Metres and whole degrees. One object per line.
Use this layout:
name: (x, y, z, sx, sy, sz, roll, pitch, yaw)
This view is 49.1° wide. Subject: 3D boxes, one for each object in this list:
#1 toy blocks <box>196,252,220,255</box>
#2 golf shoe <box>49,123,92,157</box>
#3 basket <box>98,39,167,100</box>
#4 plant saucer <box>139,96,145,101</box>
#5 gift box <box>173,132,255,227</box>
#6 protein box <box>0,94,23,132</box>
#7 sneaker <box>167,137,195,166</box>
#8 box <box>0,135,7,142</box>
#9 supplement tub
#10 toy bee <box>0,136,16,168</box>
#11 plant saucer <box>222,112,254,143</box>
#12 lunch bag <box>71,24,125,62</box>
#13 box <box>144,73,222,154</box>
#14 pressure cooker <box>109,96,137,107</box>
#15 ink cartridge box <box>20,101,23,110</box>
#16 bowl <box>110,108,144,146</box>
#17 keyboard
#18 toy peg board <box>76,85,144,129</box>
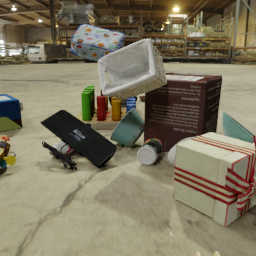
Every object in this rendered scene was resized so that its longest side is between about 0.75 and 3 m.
toy blocks: (0.953, 2.064, 3.987, 0.825, 0.300, 0.688, -1, 17, -1)
golf shoe: (-1.774, 0.359, 8.772, 0.639, 0.810, 1.759, 12, 22, 32)
basket: (0.157, -1.549, 7.871, 1.688, 1.144, 1.041, -16, -15, 28)
plant saucer: (1.206, -1.746, 16.756, 1.141, 0.209, 1.141, 0, 16, 0)
gift box: (1.902, 0.881, 5.723, 1.508, 1.634, 1.526, -20, 27, -37)
protein box: (-5.447, -0.599, 11.236, 1.747, 1.187, 1.760, -13, 21, -37)
sneaker: (2.186, 0.751, 7.406, 2.227, 0.834, 1.109, -2, 17, -6)
box: (-4.343, 0.652, 8.278, 1.166, 0.152, 1.427, 0, 31, -5)
supplement tub: (0.664, 0.656, 8.153, 0.581, 0.581, 0.948, 7, 18, 21)
toy bee: (-3.528, 0.646, 7.603, 0.976, 0.811, 1.491, 10, 22, -22)
plant saucer: (3.210, 0.574, 6.894, 2.535, 0.456, 2.535, 35, 16, -12)
lunch bag: (-1.273, -3.777, 12.490, 2.296, 0.867, 1.839, 17, 49, 4)
box: (1.766, -0.528, 9.037, 1.930, 2.326, 1.910, 10, 19, 29)
pressure cooker: (-0.199, -1.638, 14.579, 1.350, 1.187, 1.206, -7, -19, -30)
ink cartridge box: (-6.929, -1.176, 14.401, 2.248, 0.496, 2.290, -14, 19, -38)
bowl: (0.094, 0.070, 9.252, 0.694, 1.326, 1.326, 37, 26, 9)
keyboard: (-1.642, 0.407, 8.145, 2.464, 0.254, 1.566, 33, 49, 24)
toy peg board: (-0.781, -1.017, 12.260, 2.875, 1.412, 2.887, 0, 17, -1)
